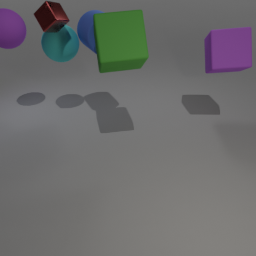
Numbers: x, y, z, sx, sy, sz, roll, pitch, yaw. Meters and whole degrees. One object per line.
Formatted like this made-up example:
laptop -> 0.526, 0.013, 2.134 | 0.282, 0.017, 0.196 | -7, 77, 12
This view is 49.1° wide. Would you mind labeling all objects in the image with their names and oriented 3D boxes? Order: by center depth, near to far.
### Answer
cube -> -0.259, -2.553, 8.461 | 1.400, 1.400, 1.400 | -8, 0, -6
cube -> -2.531, -3.673, 9.303 | 0.700, 0.700, 0.700 | -29, 2, 31
cylinder -> -0.993, -3.450, 10.161 | 1.400, 1.400, 1.400 | -13, 33, -20
ball -> -4.458, -3.620, 10.246 | 1.400, 1.400, 1.400 | 0, 31, 0
cube -> 3.705, -2.857, 10.507 | 1.400, 1.400, 1.400 | -3, 5, 6
ball -> -2.548, -3.198, 10.570 | 1.400, 1.400, 1.400 | 0, 31, 0
